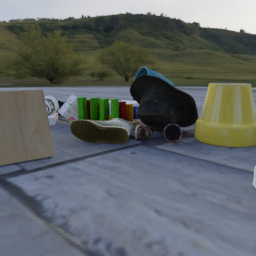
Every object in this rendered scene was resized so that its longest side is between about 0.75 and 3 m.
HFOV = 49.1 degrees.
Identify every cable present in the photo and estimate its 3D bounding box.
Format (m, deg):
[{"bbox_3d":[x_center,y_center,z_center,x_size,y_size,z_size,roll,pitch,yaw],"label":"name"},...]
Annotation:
[{"bbox_3d":[-3.871,-1.120,15.749,2.281,0.710,2.795,10,14,41],"label":"cable"}]

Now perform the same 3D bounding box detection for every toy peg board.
[{"bbox_3d":[-3.179,0.019,7.574,1.866,1.874,0.917,-9,-4,-36],"label":"toy peg board"},{"bbox_3d":[-0.784,-0.762,12.454,2.628,1.285,2.617,7,13,32],"label":"toy peg board"}]

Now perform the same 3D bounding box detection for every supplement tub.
[{"bbox_3d":[1.498,0.183,9.192,0.584,0.584,1.093,3,-4,13],"label":"supplement tub"}]

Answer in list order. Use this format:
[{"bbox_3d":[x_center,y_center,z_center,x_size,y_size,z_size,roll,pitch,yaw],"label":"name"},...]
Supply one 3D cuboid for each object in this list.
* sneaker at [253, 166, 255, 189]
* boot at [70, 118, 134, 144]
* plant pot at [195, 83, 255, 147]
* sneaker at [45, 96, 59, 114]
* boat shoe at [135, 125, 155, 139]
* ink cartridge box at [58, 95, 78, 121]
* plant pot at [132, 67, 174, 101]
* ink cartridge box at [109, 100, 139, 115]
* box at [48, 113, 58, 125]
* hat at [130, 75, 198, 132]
[{"bbox_3d":[3.378,0.874,5.399,1.754,0.776,0.660,1,10,6],"label":"sneaker"},{"bbox_3d":[-0.861,0.014,9.938,2.034,0.733,1.573,8,13,9],"label":"boot"},{"bbox_3d":[3.408,-0.535,9.558,2.081,1.958,2.081,1,10,0],"label":"plant pot"},{"bbox_3d":[-4.917,-0.889,13.601,2.930,1.106,1.686,-5,18,35],"label":"sneaker"},{"bbox_3d":[0.635,0.131,10.088,0.473,0.474,1.315,3,5,23],"label":"boat shoe"},{"bbox_3d":[-2.572,-0.897,12.900,0.435,1.051,0.770,33,-8,37],"label":"ink cartridge box"},{"bbox_3d":[1.935,-2.877,20.694,2.487,2.647,2.647,12,6,-23],"label":"plant pot"},{"bbox_3d":[-0.107,-1.010,14.864,1.982,0.839,1.432,11,15,39],"label":"ink cartridge box"},{"bbox_3d":[-3.573,-0.448,13.287,0.340,0.364,1.755,-2,10,-8],"label":"box"},{"bbox_3d":[1.146,-0.587,10.697,2.901,2.901,1.170,9,57,40],"label":"hat"}]
